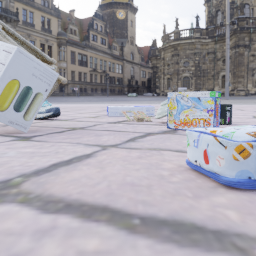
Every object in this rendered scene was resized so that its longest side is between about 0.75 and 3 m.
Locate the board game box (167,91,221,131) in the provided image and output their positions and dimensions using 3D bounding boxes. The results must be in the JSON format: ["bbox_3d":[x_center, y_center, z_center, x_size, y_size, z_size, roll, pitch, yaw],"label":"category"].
[{"bbox_3d":[1.808,-0.465,7.900,0.281,1.105,1.633,-3,6,-40],"label":"board game box"}]

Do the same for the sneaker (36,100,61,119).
[{"bbox_3d":[-4.148,-1.013,12.675,2.789,1.204,1.082,4,7,35],"label":"sneaker"}]

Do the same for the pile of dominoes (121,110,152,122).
[{"bbox_3d":[0.359,-0.560,11.470,0.998,0.204,1.280,-1,23,-18],"label":"pile of dominoes"}]

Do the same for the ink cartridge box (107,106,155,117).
[{"bbox_3d":[0.124,-0.910,14.957,2.440,0.539,1.147,-1,7,-8],"label":"ink cartridge box"}]

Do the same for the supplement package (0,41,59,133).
[{"bbox_3d":[-3.046,-1.078,7.327,1.350,1.793,1.360,25,-5,40],"label":"supplement package"}]

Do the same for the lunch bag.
[{"bbox_3d":[1.585,0.256,3.374,1.634,0.617,1.309,-2,4,-14],"label":"lunch bag"}]

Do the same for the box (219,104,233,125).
[{"bbox_3d":[3.067,-0.508,10.098,1.170,0.727,0.869,1,6,6],"label":"box"}]

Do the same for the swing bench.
[{"bbox_3d":[-3.816,-2.205,9.227,2.735,1.784,2.749,34,16,-40],"label":"swing bench"}]

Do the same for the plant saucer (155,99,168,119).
[{"bbox_3d":[1.727,-0.919,10.565,1.741,0.437,1.741,-29,7,4],"label":"plant saucer"}]
